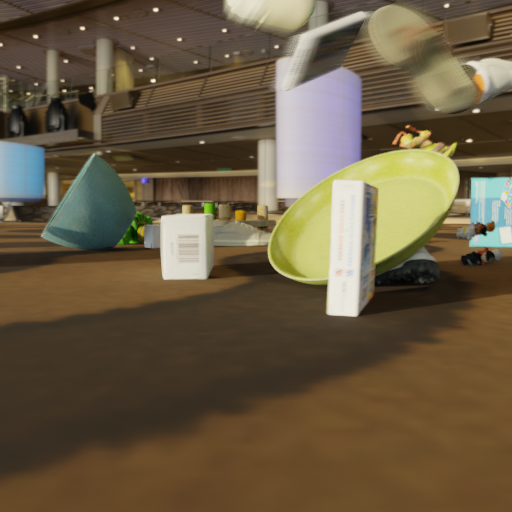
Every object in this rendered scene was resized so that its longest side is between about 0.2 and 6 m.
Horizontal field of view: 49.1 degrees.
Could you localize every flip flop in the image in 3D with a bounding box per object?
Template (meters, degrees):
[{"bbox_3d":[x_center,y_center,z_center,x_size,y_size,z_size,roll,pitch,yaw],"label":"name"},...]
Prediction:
[{"bbox_3d":[2.741,-3.290,9.102,0.922,2.275,0.655,-31,-17,-4],"label":"flip flop"}]

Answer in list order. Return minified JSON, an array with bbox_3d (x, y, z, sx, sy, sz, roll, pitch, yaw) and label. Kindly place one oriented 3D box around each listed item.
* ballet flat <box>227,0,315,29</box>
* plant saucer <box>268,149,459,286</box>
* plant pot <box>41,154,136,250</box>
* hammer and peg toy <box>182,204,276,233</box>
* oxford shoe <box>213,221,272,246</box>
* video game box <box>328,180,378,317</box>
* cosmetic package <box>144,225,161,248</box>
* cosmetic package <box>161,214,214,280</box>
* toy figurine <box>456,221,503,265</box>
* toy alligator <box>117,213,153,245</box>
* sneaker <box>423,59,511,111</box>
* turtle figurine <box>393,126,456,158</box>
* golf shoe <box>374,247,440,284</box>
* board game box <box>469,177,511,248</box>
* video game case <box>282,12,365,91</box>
[{"bbox_3d":[-0.106,-2.754,5.727,0.687,0.687,1.978,-2,37,-27],"label":"ballet flat"},{"bbox_3d":[1.135,-0.378,5.999,2.143,0.333,2.143,-25,29,15],"label":"plant saucer"},{"bbox_3d":[-3.186,-0.869,11.182,1.298,1.927,1.927,33,-8,-21],"label":"plant pot"},{"bbox_3d":[-1.076,-0.906,15.124,2.796,0.986,2.056,4,6,44],"label":"hammer and peg toy"},{"bbox_3d":[-0.305,-0.498,12.618,1.989,0.574,0.748,1,1,-16],"label":"oxford shoe"},{"bbox_3d":[0.776,-0.083,4.381,0.247,0.961,1.055,6,6,18],"label":"video game box"},{"bbox_3d":[-1.940,-0.429,12.084,0.906,0.511,0.368,-1,4,-41],"label":"cosmetic package"},{"bbox_3d":[-0.800,-0.147,6.791,0.535,0.734,1.444,0,4,-3],"label":"cosmetic package"},{"bbox_3d":[3.163,-0.177,7.884,0.441,0.624,0.633,-10,-3,42],"label":"toy figurine"},{"bbox_3d":[-2.875,-0.712,14.076,0.830,0.760,2.800,1,4,11],"label":"toy alligator"},{"bbox_3d":[3.899,-3.168,10.269,1.094,0.900,2.379,-13,21,-7],"label":"sneaker"},{"bbox_3d":[2.364,-1.546,7.931,0.788,0.315,0.977,26,31,24],"label":"turtle figurine"},{"bbox_3d":[1.509,-0.156,6.173,0.707,0.860,1.820,1,6,-3],"label":"golf shoe"},{"bbox_3d":[5.596,-0.912,11.823,1.985,1.499,0.466,3,6,31],"label":"board game box"},{"bbox_3d":[1.001,-3.073,8.449,1.182,0.136,1.077,-30,-14,-25],"label":"video game case"}]
